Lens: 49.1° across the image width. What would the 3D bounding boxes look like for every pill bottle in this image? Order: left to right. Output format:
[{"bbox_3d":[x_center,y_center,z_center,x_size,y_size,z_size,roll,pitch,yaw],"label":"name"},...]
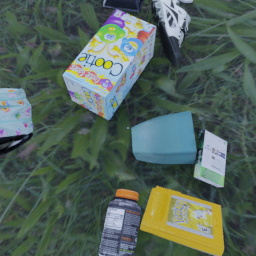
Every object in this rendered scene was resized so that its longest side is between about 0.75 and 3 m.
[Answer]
[{"bbox_3d":[-0.155,2.527,7.389,0.917,0.917,1.727,10,68,4],"label":"pill bottle"}]

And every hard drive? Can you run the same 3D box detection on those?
[{"bbox_3d":[-0.034,-5.667,11.023,1.581,0.496,2.344,11,68,5],"label":"hard drive"}]

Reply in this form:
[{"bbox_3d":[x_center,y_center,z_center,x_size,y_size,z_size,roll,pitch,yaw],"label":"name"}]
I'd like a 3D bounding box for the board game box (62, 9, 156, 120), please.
[{"bbox_3d":[-0.499,-2.022,8.940,1.507,1.534,2.925,28,69,12],"label":"board game box"}]

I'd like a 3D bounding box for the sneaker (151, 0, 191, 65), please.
[{"bbox_3d":[1.696,-3.527,9.848,1.224,1.025,2.766,-10,68,-2],"label":"sneaker"}]

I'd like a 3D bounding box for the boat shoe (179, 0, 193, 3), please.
[{"bbox_3d":[2.111,-5.180,10.917,0.931,0.325,0.330,27,70,11],"label":"boat shoe"}]

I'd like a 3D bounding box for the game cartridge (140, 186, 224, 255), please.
[{"bbox_3d":[1.104,1.760,5.584,1.511,0.245,1.332,17,24,8],"label":"game cartridge"}]

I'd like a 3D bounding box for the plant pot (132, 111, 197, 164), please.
[{"bbox_3d":[1.019,0.381,8.180,1.732,1.224,1.223,-6,67,9],"label":"plant pot"}]

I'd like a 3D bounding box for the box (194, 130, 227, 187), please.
[{"bbox_3d":[2.423,0.893,8.150,1.029,0.259,1.425,26,64,-28],"label":"box"}]

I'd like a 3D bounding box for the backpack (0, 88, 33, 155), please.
[{"bbox_3d":[-2.617,-0.114,5.015,1.795,1.498,1.136,-11,104,-36],"label":"backpack"}]
